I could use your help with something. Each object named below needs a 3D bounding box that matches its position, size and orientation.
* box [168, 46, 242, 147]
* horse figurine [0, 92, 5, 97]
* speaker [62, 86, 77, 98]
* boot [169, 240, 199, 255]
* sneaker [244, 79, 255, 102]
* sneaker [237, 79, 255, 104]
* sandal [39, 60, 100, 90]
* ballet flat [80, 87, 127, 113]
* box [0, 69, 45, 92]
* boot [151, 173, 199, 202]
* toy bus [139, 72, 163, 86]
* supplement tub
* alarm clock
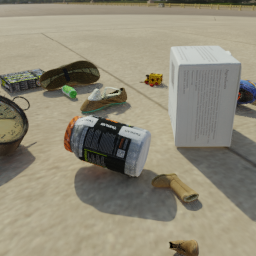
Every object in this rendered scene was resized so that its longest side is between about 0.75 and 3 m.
[{"bbox_3d":[2.029,-0.994,8.042,1.531,2.342,2.330,0,26,4],"label":"box"},{"bbox_3d":[-5.073,-1.174,10.696,0.906,0.226,0.601,0,43,-18],"label":"horse figurine"},{"bbox_3d":[-2.343,-1.453,11.184,0.352,0.352,0.796,-18,32,-31],"label":"speaker"},{"bbox_3d":[0.849,1.851,4.308,0.283,0.750,0.276,9,69,-11],"label":"boot"},{"bbox_3d":[4.982,-1.221,10.480,0.852,0.728,1.933,-1,33,-22],"label":"sneaker"},{"bbox_3d":[3.404,-1.234,10.303,2.549,0.960,1.000,10,34,39],"label":"sneaker"},{"bbox_3d":[-2.564,-2.282,12.309,2.729,1.096,0.737,-18,10,-24],"label":"sandal"},{"bbox_3d":[-0.857,-1.107,10.088,1.947,0.704,0.660,-16,32,-28],"label":"ballet flat"},{"bbox_3d":[-4.541,-2.155,12.486,1.915,0.424,1.534,-20,33,-33],"label":"box"},{"bbox_3d":[0.972,1.264,5.887,0.695,0.262,0.794,-12,30,-23],"label":"boot"},{"bbox_3d":[1.100,-2.250,12.592,0.958,0.495,0.904,-13,29,-24],"label":"toy bus"},{"bbox_3d":[-0.470,0.366,6.490,1.833,1.123,1.123,16,30,13],"label":"supplement tub"},{"bbox_3d":[-3.446,-0.190,7.432,1.699,0.838,2.519,38,37,-5],"label":"alarm clock"}]
